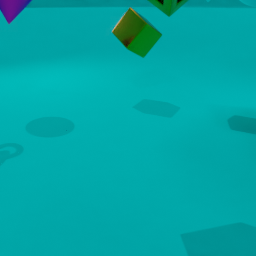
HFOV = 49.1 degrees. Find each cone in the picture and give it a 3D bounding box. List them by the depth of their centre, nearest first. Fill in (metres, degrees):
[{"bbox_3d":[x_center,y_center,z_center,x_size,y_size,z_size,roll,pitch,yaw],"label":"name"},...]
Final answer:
[{"bbox_3d":[-2.901,-3.059,6.904,1.254,1.254,1.259,-3,69,-7],"label":"cone"}]

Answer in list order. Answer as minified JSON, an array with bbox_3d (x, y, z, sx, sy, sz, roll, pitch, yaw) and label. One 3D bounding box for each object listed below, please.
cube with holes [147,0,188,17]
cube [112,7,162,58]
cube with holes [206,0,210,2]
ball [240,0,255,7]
[{"bbox_3d":[0.506,-2.316,3.289,1.103,1.103,1.103,-43,75,-10],"label":"cube with holes"},{"bbox_3d":[0.271,-2.824,8.370,0.907,0.907,0.907,9,38,-53],"label":"cube"},{"bbox_3d":[2.127,-3.883,7.210,0.731,0.731,0.731,-32,32,28],"label":"cube with holes"},{"bbox_3d":[2.929,-3.343,6.012,1.373,1.373,1.373,0,25,0],"label":"ball"}]
